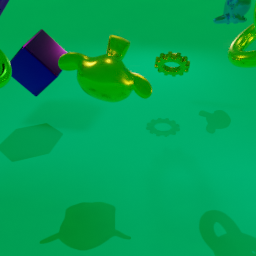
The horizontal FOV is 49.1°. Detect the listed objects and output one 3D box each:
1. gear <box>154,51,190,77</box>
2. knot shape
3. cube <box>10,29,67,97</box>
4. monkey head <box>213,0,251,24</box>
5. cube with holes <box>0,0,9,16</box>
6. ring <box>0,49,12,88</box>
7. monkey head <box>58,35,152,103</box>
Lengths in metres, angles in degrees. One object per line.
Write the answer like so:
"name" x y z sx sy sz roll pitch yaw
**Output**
"gear" 1.366 -1.962 8.680 1.073 1.073 0.198 7 70 11
"knot shape" 2.554 -1.604 4.856 0.855 1.851 1.732 0 -7 -39
"cube" -2.546 -1.845 8.001 1.150 1.150 1.150 -31 27 35
"monkey head" 3.319 -3.843 8.971 1.154 0.966 1.603 4 24 30
"cube with holes" -2.878 -2.444 5.007 0.930 0.930 0.930 42 19 -1
"ring" -2.664 -1.176 5.070 0.223 1.115 1.115 -33 13 36
"monkey head" -0.344 -1.152 5.344 1.771 1.274 1.067 19 10 -5
